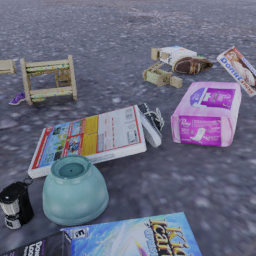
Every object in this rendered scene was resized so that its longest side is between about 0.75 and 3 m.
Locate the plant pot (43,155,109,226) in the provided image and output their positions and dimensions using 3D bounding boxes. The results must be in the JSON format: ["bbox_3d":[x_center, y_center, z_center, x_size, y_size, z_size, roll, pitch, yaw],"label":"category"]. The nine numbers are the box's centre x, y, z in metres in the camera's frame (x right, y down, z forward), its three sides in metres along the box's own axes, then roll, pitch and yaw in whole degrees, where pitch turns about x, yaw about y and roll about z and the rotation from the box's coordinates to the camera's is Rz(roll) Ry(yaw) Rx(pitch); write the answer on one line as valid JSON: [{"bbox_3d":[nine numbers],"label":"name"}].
[{"bbox_3d":[-1.128,1.159,5.818,1.399,0.937,1.399,-1,30,1],"label":"plant pot"}]

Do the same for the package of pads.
[{"bbox_3d":[2.447,-0.533,8.431,1.641,1.031,2.724,3,30,25],"label":"package of pads"}]

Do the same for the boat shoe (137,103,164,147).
[{"bbox_3d":[0.675,-0.179,8.183,0.704,0.761,2.060,-25,26,-3],"label":"boat shoe"}]

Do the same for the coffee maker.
[{"bbox_3d":[-2.103,1.484,5.483,0.735,0.765,0.515,-24,40,-32],"label":"coffee maker"}]

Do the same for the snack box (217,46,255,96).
[{"bbox_3d":[4.081,-1.982,9.955,0.709,1.972,0.240,-29,22,55],"label":"snack box"}]

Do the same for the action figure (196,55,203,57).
[{"bbox_3d":[3.432,-3.797,14.687,0.951,0.260,0.562,10,30,10],"label":"action figure"}]

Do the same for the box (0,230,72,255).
[{"bbox_3d":[-1.721,2.383,3.846,1.983,0.358,1.418,-21,33,0],"label":"box"}]

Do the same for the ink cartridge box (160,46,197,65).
[{"bbox_3d":[2.562,-3.436,13.688,1.094,0.645,1.901,-17,35,-25],"label":"ink cartridge box"}]

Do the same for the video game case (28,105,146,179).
[{"bbox_3d":[-1.020,0.268,7.327,2.833,0.247,2.026,-14,31,4],"label":"video game case"}]

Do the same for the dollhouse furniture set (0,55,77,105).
[{"bbox_3d":[-3.468,-1.692,10.614,2.830,1.573,2.503,-8,8,-12],"label":"dollhouse furniture set"}]

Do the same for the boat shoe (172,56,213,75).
[{"bbox_3d":[2.943,-2.781,12.568,2.067,0.746,0.744,-10,33,-29],"label":"boat shoe"}]

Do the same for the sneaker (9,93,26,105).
[{"bbox_3d":[-4.019,-1.068,10.117,0.303,0.313,0.751,11,34,18],"label":"sneaker"}]

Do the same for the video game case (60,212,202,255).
[{"bbox_3d":[0.117,2.457,4.074,2.259,0.566,2.493,-4,32,-8],"label":"video game case"}]

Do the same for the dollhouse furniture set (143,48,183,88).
[{"bbox_3d":[1.391,-2.395,11.310,0.839,1.335,1.510,-21,36,-30],"label":"dollhouse furniture set"}]
